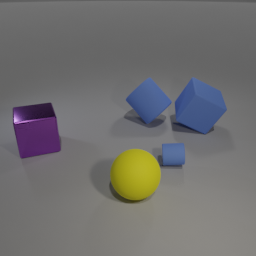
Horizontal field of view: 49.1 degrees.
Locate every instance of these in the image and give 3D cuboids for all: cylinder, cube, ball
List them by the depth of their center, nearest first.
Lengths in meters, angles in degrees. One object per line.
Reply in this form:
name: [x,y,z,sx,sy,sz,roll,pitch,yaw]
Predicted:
ball: [0.205,1.280,7.770,1.400,1.400,1.400,0,28,0]
cylinder: [1.469,0.848,9.086,0.700,0.700,0.700,-2,28,7]
cube: [-3.300,0.045,10.117,1.400,1.400,1.400,-10,29,-18]
cube: [2.840,-0.890,11.192,1.400,1.400,1.400,24,36,-12]
cylinder: [0.860,-1.138,11.725,1.400,1.400,1.400,48,37,-1]
